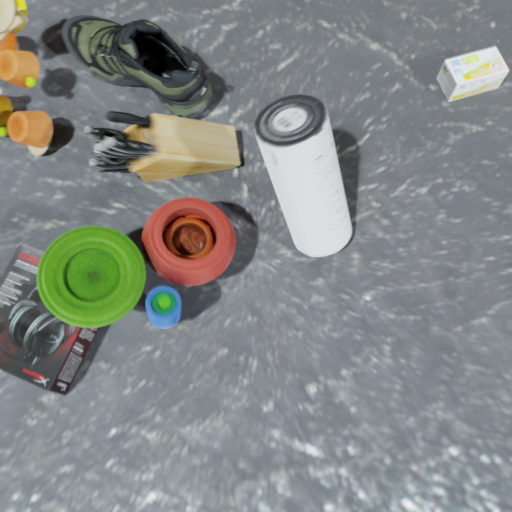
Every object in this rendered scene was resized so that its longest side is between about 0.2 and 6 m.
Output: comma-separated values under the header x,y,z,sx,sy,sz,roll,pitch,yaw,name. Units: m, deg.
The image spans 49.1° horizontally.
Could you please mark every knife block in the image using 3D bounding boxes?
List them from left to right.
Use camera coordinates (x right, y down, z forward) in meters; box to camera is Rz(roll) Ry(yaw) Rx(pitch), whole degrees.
x,y,z,sx,sy,sz,roll,pitch,yaw,name
-1.505,-1.883,9.327,2.409,2.115,0.771,-9,86,-3,knife block

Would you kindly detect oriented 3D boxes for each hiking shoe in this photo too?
x,y,z,sx,sy,sz,roll,pitch,yaw,name
-2.247,-3.878,10.337,3.274,1.648,1.240,27,73,9,hiking shoe

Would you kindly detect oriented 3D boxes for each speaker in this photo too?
x,y,z,sx,sy,sz,roll,pitch,yaw,name
0.816,-1.126,8.743,1.078,2.654,1.078,-9,53,13,speaker

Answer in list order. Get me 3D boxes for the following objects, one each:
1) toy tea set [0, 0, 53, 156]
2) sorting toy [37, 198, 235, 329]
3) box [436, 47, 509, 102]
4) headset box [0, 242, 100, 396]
x,y,z,sx,sy,sz,roll,pitch,yaw,name
-4.490,-3.288,10.514,1.792,1.115,3.013,-12,88,30,toy tea set
-1.725,0.296,8.819,3.054,1.253,1.835,-22,76,-15,sorting toy
4.163,-3.492,10.787,1.083,0.549,0.609,-17,71,-6,box
-3.394,0.918,9.066,1.616,0.838,2.171,22,73,7,headset box
